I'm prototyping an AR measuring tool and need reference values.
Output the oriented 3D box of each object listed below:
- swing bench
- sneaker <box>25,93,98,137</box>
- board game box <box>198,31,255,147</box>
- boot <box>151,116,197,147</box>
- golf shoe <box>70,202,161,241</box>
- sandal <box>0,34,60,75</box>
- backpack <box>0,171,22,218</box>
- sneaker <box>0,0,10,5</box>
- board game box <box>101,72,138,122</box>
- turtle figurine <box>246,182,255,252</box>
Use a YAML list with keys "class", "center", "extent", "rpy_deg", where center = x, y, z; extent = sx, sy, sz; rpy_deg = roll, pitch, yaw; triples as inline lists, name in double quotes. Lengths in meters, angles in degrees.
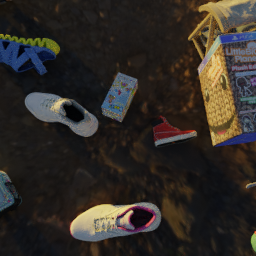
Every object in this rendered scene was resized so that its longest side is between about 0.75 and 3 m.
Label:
- class: "swing bench"
  center: [3.157, -2.984, 8.086]
  extent: [2.141, 2.153, 1.397]
  rpy_deg: [-17, 71, -6]
- class: "sneaker"
  center: [-1.892, -0.570, 7.797]
  extent: [2.237, 1.111, 0.871]
  rpy_deg: [19, 72, 7]
- class: "board game box"
  center: [2.861, -0.907, 7.329]
  extent: [1.188, 1.955, 2.452]
  rpy_deg: [-7, 77, -2]
- class: "boot"
  center: [1.294, -0.002, 7.979]
  extent: [1.213, 0.439, 0.875]
  rpy_deg: [-10, 70, 0]
- class: "golf shoe"
  center: [-0.320, 2.253, 6.868]
  extent: [2.317, 1.060, 0.872]
  rpy_deg: [-11, 72, -2]
- class: "sandal"
  center: [-3.322, -2.172, 8.492]
  extent: [2.370, 0.942, 1.032]
  rpy_deg: [2, 75, 2]
- class: "backpack"
  center: [-3.494, 1.650, 7.159]
  extent: [1.052, 0.918, 1.197]
  rpy_deg: [-32, 68, -4]
- class: "sneaker"
  center: [-4.567, -4.524, 9.248]
  extent: [2.935, 1.166, 1.151]
  rpy_deg: [-32, 66, 15]
- class: "board game box"
  center: [-0.232, -0.890, 8.171]
  extent: [0.625, 0.614, 1.193]
  rpy_deg: [23, 72, 8]
- class: "turtle figurine"
  center: [2.778, 1.396, 4.002]
  extent: [2.684, 1.351, 2.009]
  rpy_deg: [-17, 46, 11]
